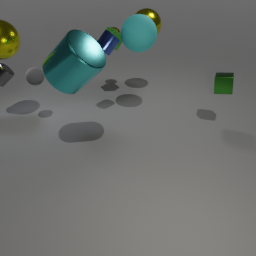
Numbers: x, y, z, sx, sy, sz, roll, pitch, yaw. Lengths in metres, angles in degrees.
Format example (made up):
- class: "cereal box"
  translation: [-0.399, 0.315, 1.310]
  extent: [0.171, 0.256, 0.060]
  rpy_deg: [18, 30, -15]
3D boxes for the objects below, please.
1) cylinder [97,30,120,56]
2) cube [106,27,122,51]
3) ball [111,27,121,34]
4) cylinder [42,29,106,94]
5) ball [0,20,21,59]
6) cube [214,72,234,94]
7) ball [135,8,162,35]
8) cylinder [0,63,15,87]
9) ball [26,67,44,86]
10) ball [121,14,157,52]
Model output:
- class: "cylinder"
  translation: [-0.796, -3.257, 10.720]
  extent: [0.700, 0.700, 0.700]
  rpy_deg: [37, 5, -4]
- class: "cube"
  translation: [-0.723, -4.116, 12.886]
  extent: [0.700, 0.700, 0.700]
  rpy_deg: [28, 9, -43]
- class: "ball"
  translation: [-0.703, -4.558, 13.660]
  extent: [0.700, 0.700, 0.700]
  rpy_deg: [0, 31, 0]
- class: "cylinder"
  translation: [-1.612, -1.956, 8.431]
  extent: [1.400, 1.400, 1.400]
  rpy_deg: [-34, 12, 35]
- class: "ball"
  translation: [-4.671, -3.224, 10.230]
  extent: [1.400, 1.400, 1.400]
  rpy_deg: [0, 31, 0]
- class: "cube"
  translation: [3.836, -1.790, 11.193]
  extent: [0.700, 0.700, 0.700]
  rpy_deg: [5, 27, 20]
- class: "ball"
  translation: [0.850, -4.789, 12.970]
  extent: [1.400, 1.400, 1.400]
  rpy_deg: [0, 31, 0]
- class: "cylinder"
  translation: [-5.200, -2.193, 11.563]
  extent: [0.700, 0.700, 0.700]
  rpy_deg: [-42, 33, 10]
- class: "ball"
  translation: [-3.643, -2.018, 10.968]
  extent: [0.700, 0.700, 0.700]
  rpy_deg: [0, 31, 0]
- class: "ball"
  translation: [0.417, -3.642, 10.810]
  extent: [1.400, 1.400, 1.400]
  rpy_deg: [0, 31, 0]
